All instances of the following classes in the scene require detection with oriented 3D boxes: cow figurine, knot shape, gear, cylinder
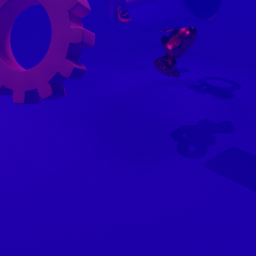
[{"bbox_3d":[1.199,-1.930,6.940,0.724,1.318,1.297,32,35,-29],"label":"cow figurine"},{"bbox_3d":[-0.210,-2.985,5.829,0.843,1.823,1.706,-8,35,19],"label":"knot shape"},{"bbox_3d":[-0.892,-0.824,2.530,1.193,1.193,0.221,11,9,18],"label":"gear"},{"bbox_3d":[0.783,-2.352,4.847,1.234,1.234,1.234,-24,21,-35],"label":"cylinder"}]
